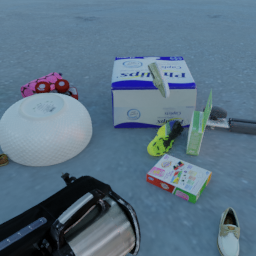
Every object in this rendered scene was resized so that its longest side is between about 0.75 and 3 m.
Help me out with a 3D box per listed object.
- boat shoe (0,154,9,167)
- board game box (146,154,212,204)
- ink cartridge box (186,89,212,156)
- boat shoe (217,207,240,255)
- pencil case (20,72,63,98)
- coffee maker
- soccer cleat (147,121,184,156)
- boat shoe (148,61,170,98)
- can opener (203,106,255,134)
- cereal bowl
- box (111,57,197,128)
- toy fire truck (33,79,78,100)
[{"bbox_3d":[-3.737,0.917,7.552,0.941,0.320,0.339,-18,37,-25],"label":"boat shoe"},{"bbox_3d":[1.291,1.232,7.103,1.336,0.269,1.022,21,38,29],"label":"board game box"},{"bbox_3d":[2.042,-0.199,8.070,0.394,1.643,1.196,10,34,10],"label":"ink cartridge box"},{"bbox_3d":[2.026,2.100,5.634,0.423,0.387,1.131,6,33,9],"label":"boat shoe"},{"bbox_3d":[-3.369,-1.640,11.212,0.822,0.796,1.754,39,46,10],"label":"pencil case"},{"bbox_3d":[-1.367,2.046,4.931,2.431,1.637,2.335,-26,13,-36],"label":"coffee maker"},{"bbox_3d":[1.040,0.334,8.438,0.711,0.550,1.701,-11,22,46],"label":"soccer cleat"},{"bbox_3d":[0.850,-1.320,7.825,0.342,0.396,1.101,-16,78,-9],"label":"boat shoe"},{"bbox_3d":[3.458,-0.203,9.050,2.097,0.697,0.552,11,33,9],"label":"can opener"},{"bbox_3d":[-2.465,-0.231,8.343,2.764,1.151,2.764,1,38,-1],"label":"cereal bowl"},{"bbox_3d":[0.829,-1.379,10.007,2.704,1.543,2.941,-1,33,0],"label":"box"},{"bbox_3d":[-2.604,-0.935,10.103,1.647,0.923,1.383,-10,58,-14],"label":"toy fire truck"}]
